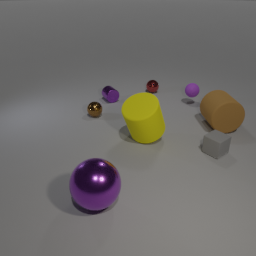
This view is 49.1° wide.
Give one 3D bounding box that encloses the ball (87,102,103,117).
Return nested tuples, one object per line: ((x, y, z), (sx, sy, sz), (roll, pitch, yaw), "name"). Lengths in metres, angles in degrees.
((-1.508, -0.851, 12.705), (0.700, 0.700, 0.700), (0, 28, 0), "ball")

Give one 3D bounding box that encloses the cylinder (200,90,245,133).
((3.885, -0.706, 11.655), (1.400, 1.400, 1.400), (-3, 28, -5), "cylinder")

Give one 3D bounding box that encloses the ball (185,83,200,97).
((3.150, -1.852, 13.745), (0.700, 0.700, 0.700), (0, 28, 0), "ball")

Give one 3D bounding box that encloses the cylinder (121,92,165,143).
((0.603, -0.369, 10.544), (1.400, 1.400, 1.400), (-11, 48, 12), "cylinder")

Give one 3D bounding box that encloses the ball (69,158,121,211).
((-0.880, 1.510, 7.578), (1.400, 1.400, 1.400), (0, 28, 0), "ball")

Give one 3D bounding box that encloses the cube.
((3.170, 0.580, 10.053), (0.700, 0.700, 0.700), (-22, 35, -34), "cube")

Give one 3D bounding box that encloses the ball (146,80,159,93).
((1.347, -2.295, 15.380), (0.700, 0.700, 0.700), (0, 28, 0), "ball")

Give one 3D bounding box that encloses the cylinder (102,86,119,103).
((-0.897, -1.734, 14.330), (0.700, 0.700, 0.700), (-14, 31, -24), "cylinder")
